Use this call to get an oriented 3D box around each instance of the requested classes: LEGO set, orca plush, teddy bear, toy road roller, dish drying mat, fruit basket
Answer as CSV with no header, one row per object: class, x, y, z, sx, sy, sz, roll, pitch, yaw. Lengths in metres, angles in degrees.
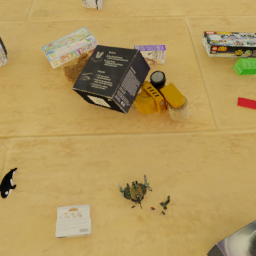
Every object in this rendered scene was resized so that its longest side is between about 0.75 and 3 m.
LEGO set,0.462,2.222,9.069,1.777,0.504,1.154,40,64,11
orca plush,-4.011,1.770,9.347,0.576,0.389,1.095,14,55,10
teddy bear,-1.654,-2.613,12.293,1.704,0.785,2.351,42,72,0
toy road roller,1.206,-0.999,10.908,1.552,1.306,2.126,-36,61,-4
dish drying mat,5.193,-0.982,11.565,1.267,0.115,0.487,14,56,10
fruit basket,5.323,-2.935,12.655,1.134,0.818,1.134,3,66,-7

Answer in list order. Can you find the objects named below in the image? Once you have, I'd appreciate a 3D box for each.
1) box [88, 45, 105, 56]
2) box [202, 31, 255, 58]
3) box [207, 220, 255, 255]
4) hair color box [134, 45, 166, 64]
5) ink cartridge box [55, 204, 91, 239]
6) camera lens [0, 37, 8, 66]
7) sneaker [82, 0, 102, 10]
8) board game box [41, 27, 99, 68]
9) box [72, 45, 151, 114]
box,-1.481,-3.421,13.138,0.720,0.503,0.946,4,53,3
box,5.114,-3.948,13.169,2.895,0.577,1.982,2,36,1
box,3.588,3.660,7.431,1.986,1.234,2.002,-24,57,-15
hair color box,0.989,-3.376,12.923,1.445,0.790,0.468,-1,54,0
ink cartridge box,-1.676,2.871,8.635,1.045,0.228,0.907,-4,53,-3
camera lens,-6.781,-3.346,12.079,2.609,2.087,2.087,-30,59,-21
sneaker,-2.030,-7.574,16.060,1.156,0.755,2.011,2,57,-2
board game box,-2.726,-3.802,13.101,2.342,0.401,1.574,-29,48,-9
box,-0.625,-1.923,10.816,2.125,1.269,2.161,18,75,36
